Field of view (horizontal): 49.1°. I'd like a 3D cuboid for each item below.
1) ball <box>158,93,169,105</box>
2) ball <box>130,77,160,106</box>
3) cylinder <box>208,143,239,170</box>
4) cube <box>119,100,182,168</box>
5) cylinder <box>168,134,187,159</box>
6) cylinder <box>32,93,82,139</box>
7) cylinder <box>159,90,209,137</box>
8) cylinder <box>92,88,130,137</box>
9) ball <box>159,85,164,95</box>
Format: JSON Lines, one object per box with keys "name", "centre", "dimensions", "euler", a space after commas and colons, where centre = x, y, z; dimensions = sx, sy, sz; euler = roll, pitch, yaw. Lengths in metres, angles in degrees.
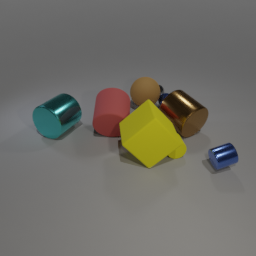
{"name": "ball", "centre": [1.768, -1.289, 13.111], "dimensions": [0.700, 0.700, 0.700], "euler": [0, 31, 0]}
{"name": "ball", "centre": [0.796, -1.660, 12.966], "dimensions": [1.400, 1.400, 1.400], "euler": [0, 31, 0]}
{"name": "cylinder", "centre": [3.053, 0.902, 9.006], "dimensions": [0.700, 0.700, 0.700], "euler": [-18, 33, -3]}
{"name": "cube", "centre": [0.707, 0.189, 9.449], "dimensions": [1.400, 1.400, 1.400], "euler": [-39, 27, 16]}
{"name": "cylinder", "centre": [1.642, 0.620, 9.978], "dimensions": [0.700, 0.700, 0.700], "euler": [-5, 31, -9]}
{"name": "cylinder", "centre": [-2.801, -0.494, 11.164], "dimensions": [1.400, 1.400, 1.400], "euler": [14, 33, 23]}
{"name": "cylinder", "centre": [2.189, -0.582, 11.086], "dimensions": [1.400, 1.400, 1.400], "euler": [-19, 47, -29]}
{"name": "cylinder", "centre": [-0.626, -0.610, 10.979], "dimensions": [1.400, 1.400, 1.400], "euler": [1, 51, 2]}
{"name": "ball", "centre": [1.485, -1.844, 14.158], "dimensions": [0.700, 0.700, 0.700], "euler": [0, 31, 0]}
